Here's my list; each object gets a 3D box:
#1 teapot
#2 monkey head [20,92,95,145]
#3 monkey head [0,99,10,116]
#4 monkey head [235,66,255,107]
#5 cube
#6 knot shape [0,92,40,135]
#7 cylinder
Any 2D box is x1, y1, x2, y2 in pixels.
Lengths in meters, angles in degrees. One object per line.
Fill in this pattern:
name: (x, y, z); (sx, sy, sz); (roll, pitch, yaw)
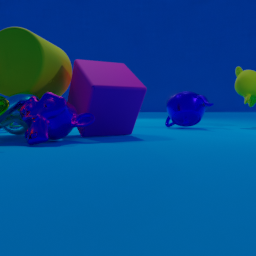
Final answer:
teapot: (1.676, -0.486, 7.874); (1.108, 0.872, 1.782); (25, -37, -27)
monkey head: (-1.223, -0.038, 4.400); (1.314, 0.945, 0.792); (-13, -35, 13)
monkey head: (-2.286, -0.063, 3.678); (1.409, 1.014, 0.849); (-21, -36, 25)
monkey head: (3.649, -1.164, 8.487); (0.931, 1.546, 1.112); (8, -40, -4)
cube: (-0.469, -0.584, 5.492); (1.089, 1.089, 1.089); (-2, 37, -29)
knot shape: (-1.880, -0.220, 5.257); (1.465, 0.723, 1.566); (7, -5, -28)
cylinder: (-1.872, -1.157, 5.406); (1.213, 1.213, 1.213); (1, 1, 12)
